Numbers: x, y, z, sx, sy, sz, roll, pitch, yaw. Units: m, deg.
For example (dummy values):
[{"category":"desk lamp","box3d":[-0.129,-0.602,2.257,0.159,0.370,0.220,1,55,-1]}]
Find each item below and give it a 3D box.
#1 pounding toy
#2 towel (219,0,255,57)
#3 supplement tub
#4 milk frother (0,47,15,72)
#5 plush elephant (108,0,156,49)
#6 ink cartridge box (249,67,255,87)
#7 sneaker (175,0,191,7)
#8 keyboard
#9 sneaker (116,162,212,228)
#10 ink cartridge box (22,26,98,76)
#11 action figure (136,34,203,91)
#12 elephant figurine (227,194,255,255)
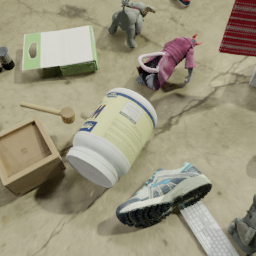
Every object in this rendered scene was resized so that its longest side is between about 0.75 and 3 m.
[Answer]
[{"category":"pounding toy","box3d":[-2.593,0.330,8.156,2.497,1.143,2.194,-29,64,-16]},{"category":"towel","box3d":[3.833,-3.172,7.709,1.976,2.732,0.307,8,50,2]},{"category":"supplement tub","box3d":[-0.430,0.264,7.844,1.742,1.742,2.402,26,63,14]},{"category":"milk frother","box3d":[-4.564,-2.375,9.966,0.707,0.737,0.783,14,61,9]},{"category":"plush elephant","box3d":[0.211,-4.234,10.728,1.471,1.786,1.383,36,47,26]},{"category":"ink cartridge box","box3d":[5.301,-1.944,9.382,1.766,1.290,1.296,24,64,13]},{"category":"sneaker","box3d":[2.209,-5.757,12.039,0.485,0.547,1.294,-39,67,-20]},{"category":"keyboard","box3d":[2.255,2.968,7.216,0.704,0.133,2.501,-26,63,-14]},{"category":"sneaker","box3d":[0.860,1.758,7.594,2.642,1.025,1.140,-18,44,-13]},{"category":"ink cartridge box","box3d":[-2.468,-2.793,10.292,2.568,0.616,1.869,-10,60,0]},{"category":"action figure","box3d":[1.381,-2.472,9.448,2.625,1.955,1.759,-40,61,-6]},{"category":"elephant figurine","box3d":[3.034,2.443,6.782,0.991,1.400,1.086,-36,66,-19]}]
